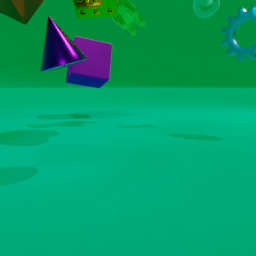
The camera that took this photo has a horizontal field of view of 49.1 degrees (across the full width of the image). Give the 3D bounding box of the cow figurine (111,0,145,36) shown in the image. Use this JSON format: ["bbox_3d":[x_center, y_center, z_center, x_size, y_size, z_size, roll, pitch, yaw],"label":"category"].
[{"bbox_3d":[-0.346,-3.697,8.414,0.931,1.669,1.696,-42,-12,16],"label":"cow figurine"}]

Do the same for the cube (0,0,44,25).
[{"bbox_3d":[-3.022,-3.573,7.481,0.954,0.954,0.954,27,-13,10],"label":"cube"}]

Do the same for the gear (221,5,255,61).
[{"bbox_3d":[2.734,-2.148,6.409,1.171,1.171,0.217,7,14,39],"label":"gear"}]

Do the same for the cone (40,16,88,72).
[{"bbox_3d":[-1.485,-1.809,5.840,1.036,1.040,1.036,-15,13,4],"label":"cone"}]

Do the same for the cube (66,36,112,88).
[{"bbox_3d":[-1.489,-2.400,10.526,1.386,1.386,1.386,7,-7,-20],"label":"cube"}]

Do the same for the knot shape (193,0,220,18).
[{"bbox_3d":[2.166,-3.658,7.955,1.107,1.036,0.511,-17,-3,-16],"label":"knot shape"}]

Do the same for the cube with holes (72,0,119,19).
[{"bbox_3d":[-0.772,-3.334,6.607,0.996,0.996,0.996,-2,54,4],"label":"cube with holes"}]
